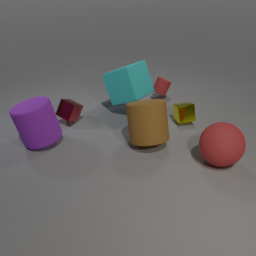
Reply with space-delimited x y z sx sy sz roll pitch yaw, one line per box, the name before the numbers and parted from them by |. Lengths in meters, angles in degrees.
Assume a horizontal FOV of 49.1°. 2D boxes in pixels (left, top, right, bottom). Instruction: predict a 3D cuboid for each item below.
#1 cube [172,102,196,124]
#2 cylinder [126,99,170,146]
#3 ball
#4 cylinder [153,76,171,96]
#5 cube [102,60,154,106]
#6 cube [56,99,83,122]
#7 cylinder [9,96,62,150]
cube | 2.274 -0.633 11.384 0.700 0.700 0.700 -10 15 -8
cylinder | 0.691 -0.217 9.762 1.400 1.400 1.400 -6 12 1
ball | 2.947 0.510 8.801 1.400 1.400 1.400 0 29 0
cylinder | 1.607 -1.997 13.346 0.700 0.700 0.700 23 15 -7
cube | 0.026 -1.906 11.903 1.400 1.400 1.400 -8 17 40
cube | -2.358 -0.720 11.305 0.700 0.700 0.700 28 14 17
cylinder | -3.198 -0.196 9.843 1.400 1.400 1.400 -11 29 6
